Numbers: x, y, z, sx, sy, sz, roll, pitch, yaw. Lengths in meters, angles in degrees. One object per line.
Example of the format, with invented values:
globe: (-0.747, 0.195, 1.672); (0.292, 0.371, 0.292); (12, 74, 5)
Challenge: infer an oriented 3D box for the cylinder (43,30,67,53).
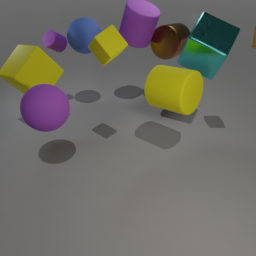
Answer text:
cylinder: (-2.943, -3.491, 11.288); (0.700, 0.700, 0.700); (20, 4, 29)

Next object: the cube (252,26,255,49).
cube: (4.263, -2.747, 8.379); (0.700, 0.700, 0.700); (7, 4, -10)

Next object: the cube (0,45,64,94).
cube: (-3.547, -2.037, 10.281); (1.400, 1.400, 1.400); (18, 73, 40)

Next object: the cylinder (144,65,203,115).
cylinder: (1.489, -1.252, 9.092); (1.400, 1.400, 1.400); (20, 37, 37)

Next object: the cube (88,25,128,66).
cube: (-0.570, -2.304, 7.857); (0.700, 0.700, 0.700); (-43, 9, -23)

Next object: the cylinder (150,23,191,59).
cylinder: (1.898, -3.830, 12.300); (1.400, 1.400, 1.400); (18, 31, 27)

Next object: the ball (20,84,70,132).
ball: (-2.414, -0.589, 8.202); (1.400, 1.400, 1.400); (0, 32, 0)

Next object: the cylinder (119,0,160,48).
cylinder: (0.436, -4.230, 11.370); (1.400, 1.400, 1.400); (10, 47, -11)

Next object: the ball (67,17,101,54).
ball: (-1.749, -3.715, 11.297); (1.400, 1.400, 1.400); (0, 32, 0)

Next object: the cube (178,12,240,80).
cube: (2.785, -2.838, 9.792); (1.400, 1.400, 1.400); (28, 66, 7)
